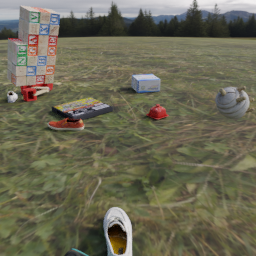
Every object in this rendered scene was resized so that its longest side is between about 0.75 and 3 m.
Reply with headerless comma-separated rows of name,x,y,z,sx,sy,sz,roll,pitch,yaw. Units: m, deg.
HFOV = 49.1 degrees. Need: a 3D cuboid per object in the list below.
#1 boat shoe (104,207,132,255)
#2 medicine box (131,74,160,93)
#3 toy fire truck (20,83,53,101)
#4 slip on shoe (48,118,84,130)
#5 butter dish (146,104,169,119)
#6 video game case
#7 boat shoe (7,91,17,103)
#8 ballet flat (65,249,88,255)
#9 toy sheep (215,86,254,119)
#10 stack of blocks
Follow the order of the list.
boat shoe,-0.206,2.027,5.502,0.587,0.578,1.655,-1,23,-2
medicine box,1.007,-2.590,16.197,1.310,0.741,1.439,-6,24,-14
toy fire truck,-4.935,-2.131,15.309,1.701,0.588,2.413,17,28,34
slip on shoe,-2.425,-0.182,10.910,1.435,0.439,0.532,2,25,8
butter dish,1.276,-0.748,12.076,0.760,0.563,0.762,-17,28,-36
video game case,-2.075,-0.872,12.757,2.108,0.269,1.905,-20,30,-37
boat shoe,-6.001,-1.688,14.451,0.446,0.439,1.257,-5,23,-12
ballet flat,-0.506,2.470,4.673,1.487,0.506,0.509,1,30,28
toy sheep,2.778,-0.686,7.423,0.905,1.312,0.905,-28,41,28
stack of blocks,-2.958,-2.509,8.701,1.305,2.266,0.664,-14,40,-43
